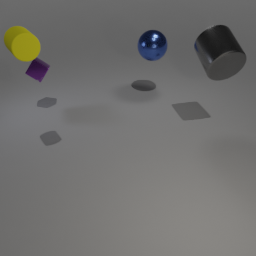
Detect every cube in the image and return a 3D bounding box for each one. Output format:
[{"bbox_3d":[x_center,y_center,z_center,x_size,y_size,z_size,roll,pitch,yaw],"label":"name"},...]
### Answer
[{"bbox_3d":[-3.766,-2.452,11.735,0.700,0.700,0.700,31,15,-20],"label":"cube"}]

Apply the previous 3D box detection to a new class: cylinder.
[{"bbox_3d":[-2.637,-2.099,6.969,0.700,0.700,0.700,-20,41,-28],"label":"cylinder"},{"bbox_3d":[3.242,-2.656,9.953,1.400,1.400,1.400,-7,58,-11],"label":"cylinder"}]

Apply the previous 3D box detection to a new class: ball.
[{"bbox_3d":[1.138,-3.832,13.030,1.400,1.400,1.400,0,32,0],"label":"ball"}]
